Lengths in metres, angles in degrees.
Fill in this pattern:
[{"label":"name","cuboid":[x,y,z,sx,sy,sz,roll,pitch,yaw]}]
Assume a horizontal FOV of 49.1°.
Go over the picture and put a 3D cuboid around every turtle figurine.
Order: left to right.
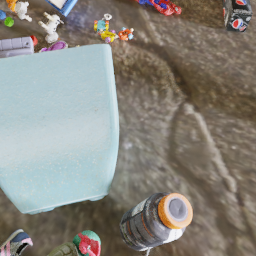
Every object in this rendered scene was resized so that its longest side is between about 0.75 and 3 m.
[{"label":"turtle figurine","cuboid":[-1.007,2.557,4.216,1.361,2.025,2.704,49,66,-15]}]

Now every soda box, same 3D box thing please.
[{"label":"soda box","cuboid":[3.725,-4.220,9.662,0.652,0.729,2.060,8,55,2]}]

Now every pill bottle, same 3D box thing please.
[{"label":"pill bottle","cuboid":[0.497,1.667,5.041,0.825,1.553,0.825,13,56,-20]}]

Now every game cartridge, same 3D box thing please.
[{"label":"game cartridge","cuboid":[-3.232,-1.191,7.358,1.646,0.487,2.540,-9,72,-13]}]

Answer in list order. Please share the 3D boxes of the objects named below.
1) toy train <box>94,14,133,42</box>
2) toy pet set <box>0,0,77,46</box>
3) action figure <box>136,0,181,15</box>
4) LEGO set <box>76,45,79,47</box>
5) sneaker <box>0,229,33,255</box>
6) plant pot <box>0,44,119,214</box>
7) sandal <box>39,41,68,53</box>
[{"label":"toy train","cuboid":[-0.511,-3.158,9.184,0.998,0.370,1.329,-35,66,-23]},{"label":"toy pet set","cuboid":[-2.811,-3.950,9.502,2.466,1.310,2.303,42,100,28]},{"label":"action figure","cuboid":[1.015,-4.571,10.076,2.074,0.536,0.679,34,59,18]},{"label":"LEGO set","cuboid":[-1.300,-2.138,8.444,1.375,0.390,0.893,24,59,15]},{"label":"sneaker","cuboid":[-2.290,2.460,5.303,0.431,0.369,1.051,29,61,22]},{"label":"plant pot","cuboid":[-1.382,0.258,5.600,2.537,2.544,2.591,-10,77,-8]},{"label":"sandal","cuboid":[-2.453,-2.239,8.517,0.630,0.380,1.548,23,59,15]}]
